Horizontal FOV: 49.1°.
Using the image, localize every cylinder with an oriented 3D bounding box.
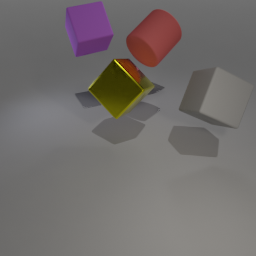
[{"bbox_3d":[0.891,-3.076,9.659,1.400,1.400,1.400,28,70,40],"label":"cylinder"}]

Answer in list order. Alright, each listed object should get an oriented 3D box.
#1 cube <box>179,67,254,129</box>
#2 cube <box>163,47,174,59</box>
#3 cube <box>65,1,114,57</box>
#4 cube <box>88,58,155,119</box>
[{"bbox_3d":[2.677,-0.919,8.661,1.400,1.400,1.400,21,0,-17],"label":"cube"},{"bbox_3d":[1.156,-3.983,12.875,1.400,1.400,1.400,50,23,15],"label":"cube"},{"bbox_3d":[-1.539,-3.799,10.878,1.400,1.400,1.400,-18,-3,-16],"label":"cube"},{"bbox_3d":[-0.189,-1.363,9.486,1.400,1.400,1.400,47,23,3],"label":"cube"}]
